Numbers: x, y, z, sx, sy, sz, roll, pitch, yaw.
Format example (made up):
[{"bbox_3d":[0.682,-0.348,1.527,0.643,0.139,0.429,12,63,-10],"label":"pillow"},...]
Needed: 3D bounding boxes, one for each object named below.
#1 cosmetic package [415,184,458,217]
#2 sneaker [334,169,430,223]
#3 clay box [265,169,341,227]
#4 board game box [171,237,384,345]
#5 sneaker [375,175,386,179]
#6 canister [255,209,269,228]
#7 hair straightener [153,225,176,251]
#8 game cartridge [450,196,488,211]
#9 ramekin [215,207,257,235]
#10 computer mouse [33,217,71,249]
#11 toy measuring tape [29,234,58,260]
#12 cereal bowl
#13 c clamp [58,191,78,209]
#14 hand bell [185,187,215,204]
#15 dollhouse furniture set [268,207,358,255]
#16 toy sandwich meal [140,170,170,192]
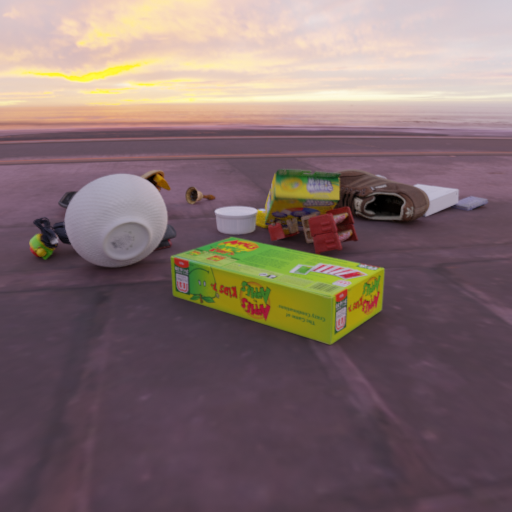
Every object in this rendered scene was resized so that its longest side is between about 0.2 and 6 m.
[{"bbox_3d":[4.527,-1.540,15.325,1.707,0.441,1.287,-20,23,-39],"label":"cosmetic package"},{"bbox_3d":[2.728,-1.533,14.303,3.185,1.122,1.203,12,22,36],"label":"sneaker"},{"bbox_3d":[0.954,-1.194,12.029,1.339,0.554,2.330,3,-13,-4],"label":"clay box"},{"bbox_3d":[0.262,0.413,8.542,2.936,0.699,1.491,13,21,36],"label":"board game box"},{"bbox_3d":[3.664,-2.151,17.470,1.343,0.546,0.592,-21,26,-30],"label":"sneaker"},{"bbox_3d":[0.455,-0.958,13.628,0.954,0.413,0.708,-12,21,-32],"label":"canister"},{"bbox_3d":[-2.418,-0.354,10.974,1.962,0.755,0.401,-10,61,-38],"label":"hair straightener"},{"bbox_3d":[5.933,-1.449,15.575,0.900,0.173,0.583,-19,28,-29],"label":"game cartridge"},{"bbox_3d":[-0.464,-0.819,13.024,0.984,0.480,0.984,0,16,0],"label":"ramekin"},{"bbox_3d":[-3.575,-0.466,11.214,1.518,0.400,1.051,10,26,-40],"label":"computer mouse"},{"bbox_3d":[-4.252,-0.293,11.225,0.477,0.477,1.297,-3,20,-10],"label":"toy measuring tape"},{"bbox_3d":[-2.395,-0.485,9.952,1.839,1.839,0.766,-9,44,-29],"label":"cereal bowl"},{"bbox_3d":[-4.303,-1.379,15.132,1.947,0.309,2.279,3,18,-17],"label":"c clamp"},{"bbox_3d":[-1.553,-1.732,16.384,0.510,0.510,0.979,13,9,37],"label":"hand bell"},{"bbox_3d":[1.060,-0.438,11.674,1.845,0.750,0.993,-10,8,35],"label":"dollhouse furniture set"},{"bbox_3d":[-2.849,-1.572,14.566,0.563,1.644,1.644,44,28,7],"label":"toy sandwich meal"}]
